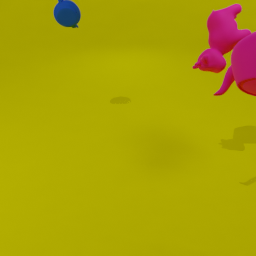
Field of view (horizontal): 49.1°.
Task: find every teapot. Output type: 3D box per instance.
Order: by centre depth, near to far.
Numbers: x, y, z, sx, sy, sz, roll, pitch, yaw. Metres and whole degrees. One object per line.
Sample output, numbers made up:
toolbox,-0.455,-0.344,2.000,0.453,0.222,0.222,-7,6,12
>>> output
teapot,1.924,-0.773,3.857,1.118,0.880,1.797,18,-9,-30
teapot,-1.603,-3.073,7.508,0.709,1.140,0.558,-16,50,12

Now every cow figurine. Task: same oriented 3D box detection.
cow figurine,1.817,-1.779,5.719,1.233,1.253,0.688,-19,-2,3
